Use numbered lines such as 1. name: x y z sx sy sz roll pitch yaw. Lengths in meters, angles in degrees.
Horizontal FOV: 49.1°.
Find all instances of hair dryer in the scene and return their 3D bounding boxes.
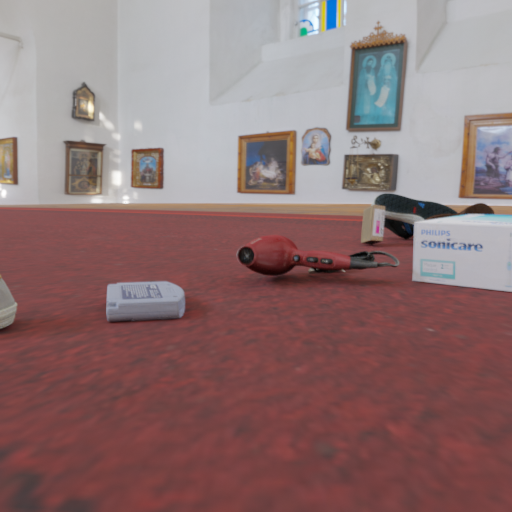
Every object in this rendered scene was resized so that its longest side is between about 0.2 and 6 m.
1. hair dryer: 0.696 -0.046 7.753 2.168 0.589 1.651 -2 -4 -25

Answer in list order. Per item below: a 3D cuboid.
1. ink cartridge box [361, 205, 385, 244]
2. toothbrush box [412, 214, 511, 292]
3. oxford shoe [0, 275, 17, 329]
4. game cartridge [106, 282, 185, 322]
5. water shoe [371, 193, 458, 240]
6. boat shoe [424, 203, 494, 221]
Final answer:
1. ink cartridge box: 2.635 -0.696 12.639 0.305 0.812 0.669 7 -4 -8
2. toothbrush box: 3.388 -0.113 8.041 1.522 0.887 2.080 6 9 39
3. oxford shoe: -3.482 0.364 4.848 2.585 0.746 0.972 -4 11 -17
4. game cartridge: -1.189 0.476 6.032 0.817 0.251 1.228 -5 8 -13
5. water shoe: 4.036 -0.854 13.987 2.447 0.875 0.966 21 -31 9
6. boat shoe: 4.487 -0.537 12.763 2.017 0.746 0.745 -16 52 -13
